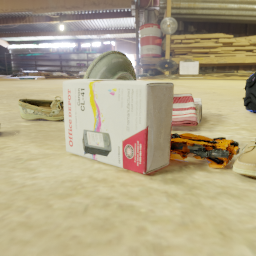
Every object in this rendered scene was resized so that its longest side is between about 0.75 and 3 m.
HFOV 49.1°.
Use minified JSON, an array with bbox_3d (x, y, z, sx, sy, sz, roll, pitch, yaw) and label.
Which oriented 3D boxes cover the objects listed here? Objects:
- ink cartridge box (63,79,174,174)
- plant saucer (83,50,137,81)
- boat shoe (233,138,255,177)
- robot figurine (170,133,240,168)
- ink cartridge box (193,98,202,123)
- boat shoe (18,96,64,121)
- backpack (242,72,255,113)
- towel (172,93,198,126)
[{"bbox_3d":[-0.282,-0.161,6.077,2.368,1.748,1.014,8,14,37],"label":"ink cartridge box"},{"bbox_3d":[-0.404,-1.222,9.278,0.643,2.560,2.560,23,23,35],"label":"plant saucer"},{"bbox_3d":[2.657,0.486,5.704,0.703,0.633,1.948,10,16,38],"label":"boat shoe"},{"bbox_3d":[1.480,0.452,6.130,1.815,0.528,1.316,7,14,33],"label":"robot figurine"},{"bbox_3d":[2.226,-0.734,10.995,1.304,0.759,1.791,3,11,13],"label":"ink cartridge box"},{"bbox_3d":[-3.018,-0.769,10.600,2.295,0.719,0.841,-4,33,2],"label":"boat shoe"},{"bbox_3d":[5.971,-1.406,11.825,1.909,1.849,2.275,10,1,1],"label":"backpack"},{"bbox_3d":[1.515,-0.697,9.597,1.554,0.245,2.158,0,32,8],"label":"towel"}]
